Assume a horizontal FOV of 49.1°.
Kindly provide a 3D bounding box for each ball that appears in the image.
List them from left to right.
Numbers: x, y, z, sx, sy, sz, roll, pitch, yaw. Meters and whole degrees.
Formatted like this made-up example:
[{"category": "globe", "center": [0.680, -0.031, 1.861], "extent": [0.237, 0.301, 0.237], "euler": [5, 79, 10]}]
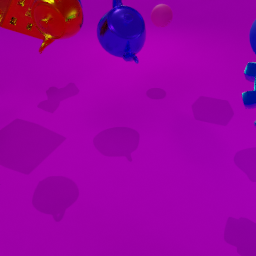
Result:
[{"category": "ball", "center": [1.094, -3.619, 9.052], "extent": [0.708, 0.708, 0.708], "euler": [0, 37, 0]}]

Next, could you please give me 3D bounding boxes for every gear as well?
[{"category": "gear", "center": [2.949, -0.651, 4.433], "extent": [2.083, 2.083, 0.385], "euler": [23, 4, 28]}]

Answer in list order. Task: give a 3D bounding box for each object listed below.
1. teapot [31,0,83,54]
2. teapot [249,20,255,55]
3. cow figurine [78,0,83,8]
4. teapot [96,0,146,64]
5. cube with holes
[{"category": "teapot", "center": [-1.423, -2.112, 5.389], "extent": [1.013, 1.630, 0.798], "euler": [33, 49, -5]}, {"category": "teapot", "center": [3.459, -2.136, 6.218], "extent": [1.270, 1.000, 2.042], "euler": [34, 78, -7]}, {"category": "cow figurine", "center": [-2.073, -4.177, 8.718], "extent": [1.550, 1.525, 0.851], "euler": [17, 74, -27]}, {"category": "teapot", "center": [-0.095, -2.369, 6.892], "extent": [1.272, 1.002, 2.046], "euler": [-10, 78, -18]}, {"category": "cube with holes", "center": [-2.608, -3.202, 6.756], "extent": [1.386, 1.386, 1.386], "euler": [40, 20, 19]}]
